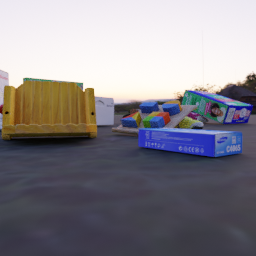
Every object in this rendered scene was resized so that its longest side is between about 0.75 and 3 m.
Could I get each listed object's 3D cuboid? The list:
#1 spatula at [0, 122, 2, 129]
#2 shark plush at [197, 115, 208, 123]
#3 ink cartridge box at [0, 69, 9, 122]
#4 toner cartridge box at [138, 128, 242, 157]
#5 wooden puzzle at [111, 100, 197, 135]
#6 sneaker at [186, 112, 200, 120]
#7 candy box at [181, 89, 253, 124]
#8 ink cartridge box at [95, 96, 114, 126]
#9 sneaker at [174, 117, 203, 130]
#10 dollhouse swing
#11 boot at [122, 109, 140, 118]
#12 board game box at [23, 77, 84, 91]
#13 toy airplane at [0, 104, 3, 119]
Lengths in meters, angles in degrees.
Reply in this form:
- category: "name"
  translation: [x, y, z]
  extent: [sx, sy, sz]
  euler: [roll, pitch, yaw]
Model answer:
- category: "spatula"
  translation: [-2.919, -0.002, 7.526]
  extent: [2.327, 0.187, 1.618]
  euler: [6, 5, 33]
- category: "shark plush"
  translation: [3.339, -0.301, 12.685]
  extent: [0.427, 0.466, 1.025]
  euler: [21, -14, 7]
- category: "ink cartridge box"
  translation: [-4.434, -0.963, 9.180]
  extent: [0.767, 1.838, 1.334]
  euler: [0, 3, -6]
- category: "toner cartridge box"
  translation: [0.730, 0.149, 3.523]
  extent: [0.572, 0.260, 1.204]
  euler: [-3, 4, -40]
- category: "wooden puzzle"
  translation: [0.545, -0.276, 6.043]
  extent: [1.370, 0.342, 1.479]
  euler: [5, 28, 45]
- category: "sneaker"
  translation: [3.728, -0.682, 16.659]
  extent: [1.285, 0.523, 0.567]
  euler: [8, 0, -15]
- category: "candy box"
  translation: [3.779, -0.931, 12.033]
  extent: [1.928, 0.878, 2.280]
  euler: [-2, 21, -40]
- category: "ink cartridge box"
  translation: [-1.944, -0.598, 9.946]
  extent: [2.425, 1.019, 1.769]
  euler: [2, 4, 35]
- category: "sneaker"
  translation: [1.147, -0.151, 6.490]
  extent: [0.522, 0.529, 1.384]
  euler: [-1, 3, -34]
- category: "dollhouse swing"
  translation: [-1.336, -0.416, 4.866]
  extent: [1.613, 1.465, 1.418]
  euler: [0, -18, -15]
- category: "boot"
  translation: [0.644, -0.512, 11.810]
  extent: [1.287, 0.618, 1.761]
  euler: [-5, 2, -32]
- category: "board game box"
  translation: [-3.262, -1.194, 12.602]
  extent: [2.866, 1.928, 0.417]
  euler: [-3, 4, -44]
- category: "toy airplane"
  translation: [-2.660, -0.425, 7.260]
  extent: [1.259, 0.889, 1.254]
  euler: [-9, -17, -20]
